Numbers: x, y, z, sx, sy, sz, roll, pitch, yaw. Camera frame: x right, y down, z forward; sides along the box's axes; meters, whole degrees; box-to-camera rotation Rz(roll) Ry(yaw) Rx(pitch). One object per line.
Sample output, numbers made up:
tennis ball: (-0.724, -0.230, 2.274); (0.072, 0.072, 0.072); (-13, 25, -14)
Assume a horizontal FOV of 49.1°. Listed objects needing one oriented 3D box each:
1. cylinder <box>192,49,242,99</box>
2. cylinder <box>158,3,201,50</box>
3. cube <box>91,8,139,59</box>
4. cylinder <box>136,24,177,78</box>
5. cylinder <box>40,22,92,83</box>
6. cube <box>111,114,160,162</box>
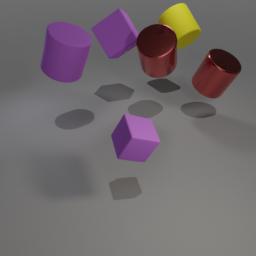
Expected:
cylinder: (3.432, -2.118, 10.971); (1.400, 1.400, 1.400); (11, 51, -14)
cylinder: (2.253, -4.410, 12.271); (1.400, 1.400, 1.400); (-21, 78, -30)
cube: (-0.414, -3.847, 11.607); (1.400, 1.400, 1.400); (-30, 7, 16)
cylinder: (1.074, -2.750, 10.137); (1.400, 1.400, 1.400); (-3, 71, 9)
cylinder: (-2.012, -2.432, 9.029); (1.400, 1.400, 1.400); (15, 41, -14)
cube: (0.145, 0.224, 6.003); (0.700, 0.700, 0.700); (11, 40, -29)
